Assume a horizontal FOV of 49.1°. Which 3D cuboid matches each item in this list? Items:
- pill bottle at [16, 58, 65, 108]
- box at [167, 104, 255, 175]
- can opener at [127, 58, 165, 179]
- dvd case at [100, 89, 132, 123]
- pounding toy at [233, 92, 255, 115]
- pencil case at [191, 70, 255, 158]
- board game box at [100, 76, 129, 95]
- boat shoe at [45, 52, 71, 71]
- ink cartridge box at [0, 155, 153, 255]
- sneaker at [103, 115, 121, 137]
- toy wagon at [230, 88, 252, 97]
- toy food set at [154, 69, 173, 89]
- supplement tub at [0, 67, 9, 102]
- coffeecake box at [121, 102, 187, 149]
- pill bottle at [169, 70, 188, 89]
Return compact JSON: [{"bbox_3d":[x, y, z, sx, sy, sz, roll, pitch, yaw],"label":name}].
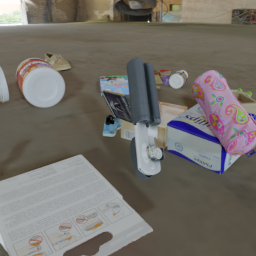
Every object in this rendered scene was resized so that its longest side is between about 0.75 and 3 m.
[{"bbox_3d":[-3.624,-1.943,11.257,1.540,1.540,2.745,-13,28,-25],"label":"pill bottle"},{"bbox_3d":[2.164,0.146,7.315,1.601,0.913,1.741,23,41,40],"label":"box"},{"bbox_3d":[0.281,-0.238,6.359,0.720,2.735,0.909,11,-19,-44],"label":"can opener"},{"bbox_3d":[-0.226,-0.555,7.190,0.094,0.873,1.174,-38,30,-20],"label":"dvd case"},{"bbox_3d":[3.167,-0.724,9.507,1.588,0.827,1.807,-5,26,-10],"label":"pounding toy"},{"bbox_3d":[2.115,-0.348,6.099,0.878,0.878,2.008,-7,49,-15],"label":"pencil case"},{"bbox_3d":[-0.498,-1.947,12.633,1.496,0.362,1.978,-2,26,-6],"label":"board game box"},{"bbox_3d":[-4.151,-3.844,16.120,0.880,0.796,2.468,-22,33,-39],"label":"boat shoe"},{"bbox_3d":[-1.172,1.585,5.009,2.105,0.655,2.616,-17,35,-32],"label":"ink cartridge box"},{"bbox_3d":[-0.455,-0.191,8.714,0.474,0.544,1.210,4,26,8],"label":"sneaker"},{"bbox_3d":[4.338,-1.405,11.600,1.089,0.278,1.403,-14,28,-27],"label":"toy wagon"},{"bbox_3d":[1.569,-2.633,13.978,1.794,0.444,2.822,15,29,28],"label":"toy food set"},{"bbox_3d":[-5.594,-1.401,10.043,2.182,1.582,1.582,-17,30,-29],"label":"supplement tub"},{"bbox_3d":[0.835,-0.190,8.558,1.410,0.671,1.836,13,29,26],"label":"coffeecake box"},{"bbox_3d":[2.378,-2.293,13.011,0.673,0.673,1.157,11,28,23],"label":"pill bottle"}]
